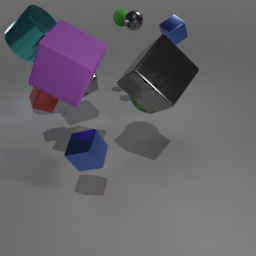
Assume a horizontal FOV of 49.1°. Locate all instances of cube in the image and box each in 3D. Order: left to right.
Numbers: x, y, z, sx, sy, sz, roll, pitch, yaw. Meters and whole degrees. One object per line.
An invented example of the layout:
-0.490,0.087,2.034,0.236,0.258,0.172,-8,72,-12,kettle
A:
-2.756,-1.035,9.251,0.700,0.700,0.700,13,30,-38,cube
-1.586,-1.707,7.475,1.400,1.400,1.400,26,42,-9,cube
-2.104,-2.015,10.946,1.400,1.400,1.400,-28,81,-8,cube
-0.994,0.545,6.793,0.700,0.700,0.700,-11,45,23,cube
0.797,-1.427,7.810,1.400,1.400,1.400,-53,13,-17,cube
1.676,-3.583,10.329,0.700,0.700,0.700,-35,54,-1,cube

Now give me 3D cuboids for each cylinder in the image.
-3.319,-3.287,9.845,1.400,1.400,1.400,-33,20,26,cylinder

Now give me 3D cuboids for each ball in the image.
-0.256,-4.491,11.386,0.700,0.700,0.700,0,31,0,ball
0.216,-3.946,10.315,0.700,0.700,0.700,0,31,0,ball
0.728,-1.197,9.393,1.400,1.400,1.400,0,31,0,ball
